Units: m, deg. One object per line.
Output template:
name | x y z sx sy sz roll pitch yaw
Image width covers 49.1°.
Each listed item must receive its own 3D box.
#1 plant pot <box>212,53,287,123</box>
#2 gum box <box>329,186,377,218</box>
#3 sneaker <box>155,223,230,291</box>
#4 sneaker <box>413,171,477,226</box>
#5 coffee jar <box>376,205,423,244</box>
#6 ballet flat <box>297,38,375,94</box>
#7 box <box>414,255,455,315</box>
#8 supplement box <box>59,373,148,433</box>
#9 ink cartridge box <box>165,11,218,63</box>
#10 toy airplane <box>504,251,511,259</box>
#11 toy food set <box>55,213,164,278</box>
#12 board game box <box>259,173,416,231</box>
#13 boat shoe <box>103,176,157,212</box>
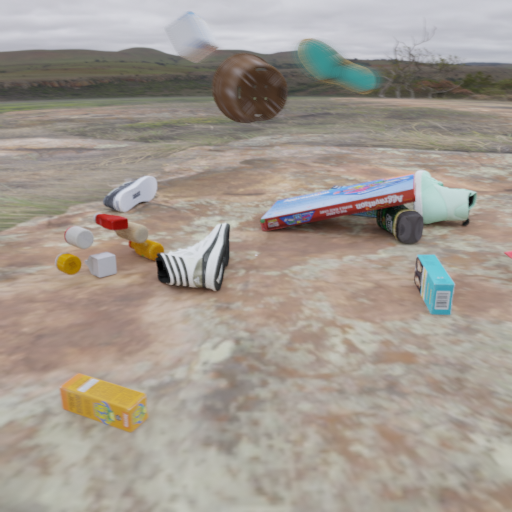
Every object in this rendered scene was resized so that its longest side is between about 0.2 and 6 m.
plant pot | -0.081 -3.911 13.212 1.661 1.661 1.644 -5 20 -13
gum box | 2.662 -1.413 14.409 1.755 0.391 1.491 8 22 21
sneaker | -1.150 -0.085 10.211 1.254 0.822 2.179 3 23 3
sneaker | 4.575 -1.422 13.676 1.441 0.899 2.442 0 29 15
coffee jar | 3.124 -0.763 12.212 0.584 0.714 1.369 -5 20 -10
ballet flat | 1.557 -3.852 11.602 2.023 0.694 0.638 19 6 -29
box | 2.901 0.445 9.194 0.323 0.540 1.312 1 20 3
supplement box | -1.711 1.637 6.284 0.995 0.331 0.342 8 22 23
ink cartridge box | -1.450 -4.957 12.767 0.720 0.707 0.978 -27 1 18
toy airplane | 5.728 0.214 9.937 2.480 0.456 2.480 3 19 -1
toy food set | -2.842 -0.250 10.451 2.073 0.990 0.933 -16 22 -40
board game box | 1.903 -1.241 12.812 3.391 0.330 1.746 -10 17 19
boat shoe | -3.312 -1.654 14.775 0.648 0.685 1.911 9 29 20
